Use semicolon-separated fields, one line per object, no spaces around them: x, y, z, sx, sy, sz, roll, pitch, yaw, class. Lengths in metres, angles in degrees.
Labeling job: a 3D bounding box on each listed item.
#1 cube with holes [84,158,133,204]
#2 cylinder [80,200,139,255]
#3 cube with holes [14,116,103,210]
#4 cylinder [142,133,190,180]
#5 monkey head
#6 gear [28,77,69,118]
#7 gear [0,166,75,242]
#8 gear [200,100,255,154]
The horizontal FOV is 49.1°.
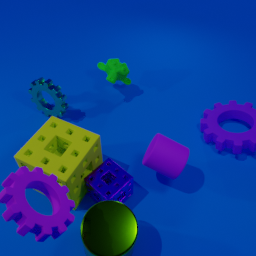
-0.443;1.413;6.741;0.816;0.816;0.816;35;58;27;cube with holes
-0.385;2.224;5.786;1.118;1.118;1.118;2;53;-3;cylinder
-1.579;0.845;6.838;1.382;1.382;1.382;21;52;17;cube with holes
0.893;0.673;6.658;0.838;0.838;0.838;27;52;-2;cylinder
-0.429;-1.725;8.915;1.252;0.754;0.901;30;70;-8;monkey head
-2.387;-0.883;8.401;1.288;1.288;0.238;21;45;17;gear
-1.335;1.108;4.225;0.215;1.165;1.165;-44;50;20;gear
3.066;-0.076;8.034;1.888;0.349;1.888;-7;42;6;gear
